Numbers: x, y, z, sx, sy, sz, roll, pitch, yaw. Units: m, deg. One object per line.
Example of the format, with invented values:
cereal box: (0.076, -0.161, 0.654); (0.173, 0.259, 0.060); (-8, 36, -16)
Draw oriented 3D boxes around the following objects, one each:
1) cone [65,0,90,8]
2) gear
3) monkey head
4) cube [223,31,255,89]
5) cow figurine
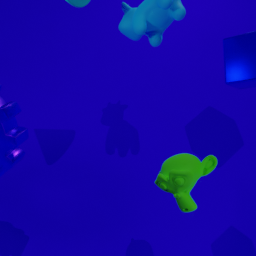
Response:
cone: (-1.452, -3.016, 5.580); (1.145, 1.140, 1.140); (12, 63, 27)
gear: (-2.755, -0.012, 4.935); (1.980, 1.980, 0.366); (16, 28, 8)
monkey head: (0.984, 0.933, 4.946); (0.773, 1.282, 0.922); (-29, 91, -48)
cube: (3.070, -1.626, 6.815); (1.127, 1.127, 1.127); (-4, 88, 38)
cow figurine: (0.482, -2.592, 6.348); (0.905, 1.649, 1.622); (25, 41, -31)
